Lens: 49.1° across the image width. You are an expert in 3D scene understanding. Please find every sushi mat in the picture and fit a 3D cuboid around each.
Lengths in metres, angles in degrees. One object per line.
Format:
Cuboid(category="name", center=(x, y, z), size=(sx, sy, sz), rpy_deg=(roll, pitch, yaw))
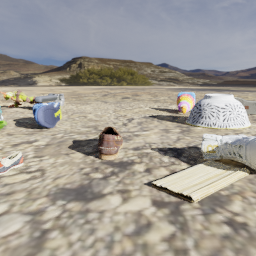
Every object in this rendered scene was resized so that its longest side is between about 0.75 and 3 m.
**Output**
Cuboid(category="sushi mat", center=(1.342, 0.875, 4.969), size=(1.867, 0.113, 0.893), rpy_deg=(-10, 13, -42))

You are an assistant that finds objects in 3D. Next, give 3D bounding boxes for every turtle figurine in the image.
Cuboid(category="turtle figurine", center=(-5.930, -1.620, 15.584), size=(2.204, 0.880, 2.734), rpy_deg=(10, -13, -6))

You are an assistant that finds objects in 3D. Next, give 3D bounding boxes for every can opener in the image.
Cuboid(category="can opener", center=(-4.521, -1.545, 15.919), size=(0.947, 0.756, 2.833), rpy_deg=(9, 12, 16))

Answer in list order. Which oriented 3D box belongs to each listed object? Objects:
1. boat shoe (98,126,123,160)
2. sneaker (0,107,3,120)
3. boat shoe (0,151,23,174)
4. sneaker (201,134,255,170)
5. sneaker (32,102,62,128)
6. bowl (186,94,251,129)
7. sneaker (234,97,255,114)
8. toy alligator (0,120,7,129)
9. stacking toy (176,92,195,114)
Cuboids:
Cuboid(category="boat shoe", center=(-0.422, 0.263, 6.909), size=(0.615, 0.614, 1.747), rpy_deg=(-2, 9, -4))
Cuboid(category="sneaker", center=(-5.321, -0.602, 11.119), size=(0.636, 0.747, 1.638), rpy_deg=(-5, 12, -24))
Cuboid(category="boat shoe", center=(-2.399, 0.695, 5.481), size=(0.312, 0.274, 0.877), rpy_deg=(6, 13, 22))
Cuboid(category="sneaker", center=(2.077, 0.490, 5.635), size=(1.133, 0.722, 1.961), rpy_deg=(-2, 1, 0))
Cuboid(category="sneaker", center=(-3.076, -0.481, 10.227), size=(0.947, 0.851, 2.303), rpy_deg=(0, 8, -1))
Cuboid(category="bowl", center=(3.460, -0.721, 10.756), size=(2.399, 1.126, 2.399), rpy_deg=(1, 10, 0))
Cuboid(category="sneaker", center=(5.417, -1.035, 13.748), size=(2.126, 0.795, 1.129), rpy_deg=(7, 4, -12))
Cuboid(category="toy alligator", center=(-4.158, 0.202, 7.148), size=(2.284, 0.549, 0.757), rpy_deg=(-9, 53, -1))
Cuboid(category="stacking toy", center=(2.829, -1.094, 13.985), size=(0.938, 0.992, 1.708), rpy_deg=(2, 24, 16))
